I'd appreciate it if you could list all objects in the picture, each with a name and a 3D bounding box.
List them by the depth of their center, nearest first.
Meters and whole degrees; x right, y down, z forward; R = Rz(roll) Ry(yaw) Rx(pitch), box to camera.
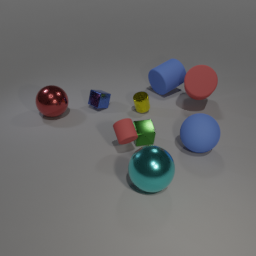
[{"bbox_3d":[0.706,1.217,8.407,1.400,1.400,1.400,0,32,0],"label":"ball"},{"bbox_3d":[-0.095,0.120,9.738,0.700,0.700,0.700,-13,71,-20],"label":"cylinder"},{"bbox_3d":[2.559,0.177,9.977,1.400,1.400,1.400,0,32,0],"label":"ball"},{"bbox_3d":[0.590,0.182,10.573,0.700,0.700,0.700,-7,48,-11],"label":"cube"},{"bbox_3d":[-3.307,-1.162,12.220,1.400,1.400,1.400,0,32,0],"label":"ball"},{"bbox_3d":[0.618,-1.167,12.635,0.700,0.700,0.700,-7,47,8],"label":"cylinder"},{"bbox_3d":[3.253,-2.021,12.646,1.400,1.400,1.400,7,2,11],"label":"cylinder"},{"bbox_3d":[-1.327,-1.348,13.005,0.700,0.700,0.700,25,19,34],"label":"cube"},{"bbox_3d":[1.987,-2.604,14.217,1.400,1.400,1.400,-32,42,-22],"label":"cylinder"}]
